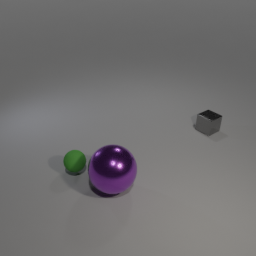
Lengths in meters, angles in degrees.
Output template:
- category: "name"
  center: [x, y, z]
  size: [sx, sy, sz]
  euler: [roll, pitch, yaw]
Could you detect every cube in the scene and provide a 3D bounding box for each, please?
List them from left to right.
- category: "cube"
  center: [3.172, -0.210, 11.035]
  size: [0.700, 0.700, 0.700]
  euler: [-21, 37, -32]

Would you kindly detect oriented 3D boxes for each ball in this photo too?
- category: "ball"
  center: [-1.654, 1.028, 8.717]
  size: [0.700, 0.700, 0.700]
  euler: [0, 30, 0]
- category: "ball"
  center: [-0.437, 1.163, 7.949]
  size: [1.400, 1.400, 1.400]
  euler: [0, 30, 0]
